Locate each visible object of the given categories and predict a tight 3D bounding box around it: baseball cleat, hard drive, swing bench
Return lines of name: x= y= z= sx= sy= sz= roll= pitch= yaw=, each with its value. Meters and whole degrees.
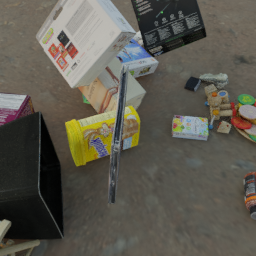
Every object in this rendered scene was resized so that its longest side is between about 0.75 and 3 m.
baseball cleat: x=3.572 y=-1.942 z=11.694 sx=0.453 sy=0.691 sz=1.299 roll=-37 pitch=27 yaw=-24
hard drive: x=2.725 y=-1.871 z=11.797 sx=0.543 sy=0.170 sz=0.805 roll=21 pitch=50 yaw=19
swing bench: x=-3.442 y=2.611 z=6.169 sx=2.072 sy=2.083 sz=1.351 roll=14 pitch=59 yaw=13

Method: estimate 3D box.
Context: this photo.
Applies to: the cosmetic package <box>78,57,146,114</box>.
cosmetic package: x=-0.897 y=-1.684 z=9.982 sx=1.273 sy=1.508 sz=2.918 roll=-29 pitch=71 yaw=-33

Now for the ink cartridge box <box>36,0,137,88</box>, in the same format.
ink cartridge box: x=-1.279 y=-2.667 z=8.069 sx=2.005 sy=2.284 sz=0.958 roll=53 pitch=30 yaw=6

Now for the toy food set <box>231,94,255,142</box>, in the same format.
toy food set: x=4.853 y=-0.284 z=10.031 sx=2.332 sy=0.573 sz=2.356 roll=8 pitch=48 yaw=7

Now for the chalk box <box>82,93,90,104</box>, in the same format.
chalk box: x=-1.386 y=-1.335 z=10.984 sx=0.626 sy=0.623 sz=1.006 roll=16 pitch=48 yaw=15

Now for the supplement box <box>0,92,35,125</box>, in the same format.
supplement box: x=-3.925 y=0.144 z=9.002 sx=1.175 sy=1.491 sz=2.278 roll=7 pitch=46 yaw=6

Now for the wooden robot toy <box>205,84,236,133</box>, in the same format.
wooden robot toy: x=3.301 y=-0.963 z=10.173 sx=1.038 sy=1.069 sz=2.356 roll=-11 pitch=45 yaw=17

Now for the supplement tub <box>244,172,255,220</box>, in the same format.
supplement tub: x=3.648 y=1.917 z=7.898 sx=0.681 sy=0.681 sz=1.273 roll=10 pitch=47 yaw=9

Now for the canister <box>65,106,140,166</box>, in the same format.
canister: x=-0.759 y=0.225 z=8.879 sx=2.149 sy=1.596 sz=0.930 roll=-17 pitch=51 yaw=-18

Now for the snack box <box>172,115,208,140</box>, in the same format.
snack box: x=2.199 y=-0.022 z=9.957 sx=1.213 sy=0.321 sz=0.863 roll=7 pitch=47 yaw=6

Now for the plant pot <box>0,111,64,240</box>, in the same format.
plant pot: x=-3.025 y=1.393 z=7.190 sx=2.209 sy=2.484 sz=2.490 roll=-9 pitch=48 yaw=-6

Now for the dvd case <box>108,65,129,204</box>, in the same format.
dvd case: x=-0.227 y=0.083 z=6.647 sx=0.216 sy=2.015 sz=2.710 roll=6 pitch=44 yaw=0

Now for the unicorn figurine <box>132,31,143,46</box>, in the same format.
unicorn figurine: x=0.382 y=-4.186 z=13.447 sx=2.519 sy=0.930 sz=1.730 roll=7 pitch=50 yaw=5

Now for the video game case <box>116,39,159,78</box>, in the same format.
video game case: x=-0.501 y=-3.214 z=11.878 sx=2.551 sy=0.639 sz=2.814 roll=-24 pitch=63 yaw=-42

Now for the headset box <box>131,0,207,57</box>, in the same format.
headset box: x=1.225 y=-3.643 z=8.801 sx=1.888 sy=1.006 sz=2.169 roll=-18 pitch=86 yaw=18
